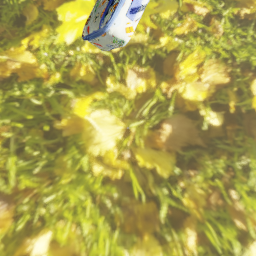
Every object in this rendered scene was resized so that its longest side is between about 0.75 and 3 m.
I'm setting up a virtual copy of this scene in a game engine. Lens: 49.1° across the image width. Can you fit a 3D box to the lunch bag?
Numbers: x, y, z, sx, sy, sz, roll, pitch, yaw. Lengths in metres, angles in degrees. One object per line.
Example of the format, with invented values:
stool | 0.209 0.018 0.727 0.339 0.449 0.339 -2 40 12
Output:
lunch bag | -0.121 -2.382 5.305 0.681 1.444 1.802 27 83 -28
